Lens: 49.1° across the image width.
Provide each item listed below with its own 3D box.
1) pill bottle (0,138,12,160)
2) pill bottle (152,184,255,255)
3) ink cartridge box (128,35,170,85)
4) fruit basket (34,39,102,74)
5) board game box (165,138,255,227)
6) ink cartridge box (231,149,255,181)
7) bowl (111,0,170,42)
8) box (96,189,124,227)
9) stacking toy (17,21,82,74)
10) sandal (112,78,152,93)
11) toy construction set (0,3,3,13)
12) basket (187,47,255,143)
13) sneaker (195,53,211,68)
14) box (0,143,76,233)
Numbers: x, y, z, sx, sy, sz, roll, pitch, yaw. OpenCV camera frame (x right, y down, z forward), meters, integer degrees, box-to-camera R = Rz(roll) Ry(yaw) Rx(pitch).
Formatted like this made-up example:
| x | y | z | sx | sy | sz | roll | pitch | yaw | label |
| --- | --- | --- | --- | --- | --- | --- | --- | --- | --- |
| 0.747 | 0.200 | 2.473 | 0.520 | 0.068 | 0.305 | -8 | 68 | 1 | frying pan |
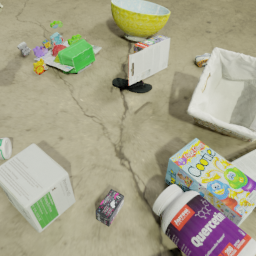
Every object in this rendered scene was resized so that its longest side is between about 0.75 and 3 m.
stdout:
| x | y | z | sx | sy | sz | roll | pitch | yaw | label |
| --- | --- | --- | --- | --- | --- | --- | --- | --- | --- |
| -4.485 | 0.697 | 8.990 | 1.268 | 0.717 | 0.717 | -4 | 48 | -4 | pill bottle |
| 1.776 | 2.516 | 6.890 | 1.356 | 1.356 | 2.412 | -34 | 56 | -27 | pill bottle |
| 0.607 | -2.415 | 9.852 | 0.538 | 1.164 | 2.136 | 32 | 47 | 34 | ink cartridge box |
| -2.698 | -3.267 | 12.627 | 2.358 | 1.105 | 2.184 | 19 | 48 | 37 | fruit basket |
| 2.333 | 1.591 | 7.820 | 1.200 | 1.221 | 2.329 | -33 | 56 | -28 | board game box |
| 4.534 | 1.456 | 8.476 | 2.450 | 0.579 | 1.961 | -20 | 50 | -24 | ink cartridge box |
| 0.499 | -5.167 | 13.669 | 2.865 | 1.542 | 2.865 | 8 | 35 | -5 | bowl |
| -0.486 | 2.204 | 7.735 | 0.459 | 0.529 | 0.801 | 26 | 52 | 17 | box |
| -3.555 | -3.721 | 12.664 | 2.561 | 0.602 | 1.931 | -39 | 57 | -10 | stacking toy |
| 0.156 | -1.814 | 11.510 | 1.702 | 0.407 | 0.640 | 12 | 48 | 11 | sandal |
| -4.360 | -2.690 | 7.586 | 1.097 | 1.562 | 2.382 | 21 | 63 | 10 | toy construction set |
| 3.505 | -0.972 | 9.158 | 2.352 | 1.892 | 2.331 | 23 | 88 | 21 | basket |
| 3.752 | -3.202 | 12.696 | 1.458 | 0.549 | 0.643 | -10 | 48 | -9 | sneaker |
| -2.475 | 1.615 | 7.587 | 1.554 | 1.546 | 1.331 | 33 | 55 | 27 | box |
